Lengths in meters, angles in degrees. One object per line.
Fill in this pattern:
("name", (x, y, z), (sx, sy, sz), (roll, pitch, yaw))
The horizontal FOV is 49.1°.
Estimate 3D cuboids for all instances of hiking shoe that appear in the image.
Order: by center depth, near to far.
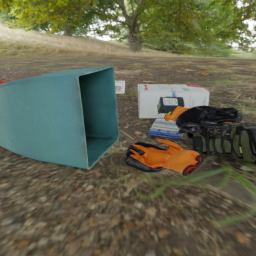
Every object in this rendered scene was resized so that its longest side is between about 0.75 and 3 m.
("hiking shoe", (2.167, 0.368, 6.442), (1.237, 0.930, 2.457), (-22, 20, -11))

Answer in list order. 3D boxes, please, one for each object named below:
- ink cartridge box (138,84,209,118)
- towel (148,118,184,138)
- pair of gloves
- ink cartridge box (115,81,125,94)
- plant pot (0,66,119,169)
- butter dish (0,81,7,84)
("ink cartridge box", (1.547, -1.010, 10.248), (2.381, 0.986, 1.735), (1, 17, 2))
("towel", (1.228, -0.005, 8.467), (1.032, 0.167, 1.405), (7, 21, 16))
("pair of gloves", (1.097, 0.184, 5.832), (2.303, 0.285, 2.052), (-37, 24, -25))
("ink cartridge box", (-1.199, -2.386, 15.313), (2.095, 0.652, 2.604), (1, 19, 1))
("plant pot", (-1.916, -0.379, 6.842), (2.808, 1.984, 1.985), (2, 18, 17))
("butter dish", (-4.057, -0.616, 8.997), (1.565, 1.160, 1.570), (13, 64, 48))
